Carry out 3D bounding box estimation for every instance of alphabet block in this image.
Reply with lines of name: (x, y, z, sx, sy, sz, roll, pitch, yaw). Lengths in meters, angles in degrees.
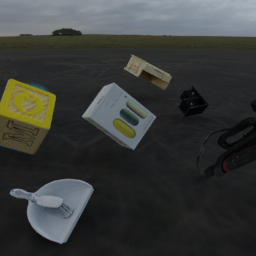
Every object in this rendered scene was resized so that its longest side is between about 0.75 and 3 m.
alphabet block: (-2.213, -0.209, 5.873, 1.017, 1.036, 1.012, 18, 48, -25)

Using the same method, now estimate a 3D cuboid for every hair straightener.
hair straightener: (2.197, 0.061, 4.586, 0.555, 2.714, 1.044, 32, 39, -22)

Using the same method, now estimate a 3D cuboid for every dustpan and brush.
dustpan and brush: (-1.231, 1.067, 4.049, 1.278, 0.366, 0.892, -2, 45, 36)

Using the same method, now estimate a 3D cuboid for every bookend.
bookend: (1.889, -0.834, 8.697, 0.855, 0.396, 0.861, -12, 57, -35)

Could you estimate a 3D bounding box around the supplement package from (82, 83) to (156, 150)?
supplement package: (-0.207, -0.242, 5.969, 1.145, 0.869, 0.863, 37, -9, -17)

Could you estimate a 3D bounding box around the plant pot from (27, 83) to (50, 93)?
plant pot: (-2.784, -0.548, 8.029, 1.174, 1.174, 1.150, -3, 28, -9)

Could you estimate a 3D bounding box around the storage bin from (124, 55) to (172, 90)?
storage bin: (0.810, -2.227, 11.233, 1.413, 0.662, 1.402, 20, 15, -33)
